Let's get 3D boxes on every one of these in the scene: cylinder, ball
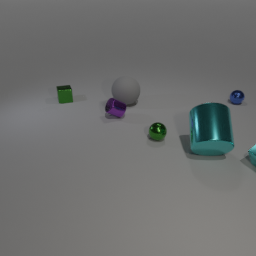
[{"bbox_3d":[-0.543,-0.892,12.337,0.700,0.700,0.700,21,17,-31],"label":"cylinder"},{"bbox_3d":[1.135,0.128,10.698,0.700,0.700,0.700,0,28,0],"label":"ball"},{"bbox_3d":[5.370,-1.521,13.780,0.700,0.700,0.700,0,28,0],"label":"ball"},{"bbox_3d":[2.816,0.069,9.543,1.400,1.400,1.400,2,65,3],"label":"cylinder"},{"bbox_3d":[-0.099,-1.823,13.561,1.400,1.400,1.400,0,28,0],"label":"ball"}]

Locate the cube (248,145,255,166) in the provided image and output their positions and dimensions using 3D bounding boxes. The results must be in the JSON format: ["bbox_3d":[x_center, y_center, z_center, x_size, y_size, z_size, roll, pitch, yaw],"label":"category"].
[{"bbox_3d":[4.433,0.915,9.013,0.700,0.700,0.700,-36,37,-5],"label":"cube"}]

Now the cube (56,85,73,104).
[{"bbox_3d":[-3.179,-1.695,14.067,0.700,0.700,0.700,-9,30,-16],"label":"cube"}]
